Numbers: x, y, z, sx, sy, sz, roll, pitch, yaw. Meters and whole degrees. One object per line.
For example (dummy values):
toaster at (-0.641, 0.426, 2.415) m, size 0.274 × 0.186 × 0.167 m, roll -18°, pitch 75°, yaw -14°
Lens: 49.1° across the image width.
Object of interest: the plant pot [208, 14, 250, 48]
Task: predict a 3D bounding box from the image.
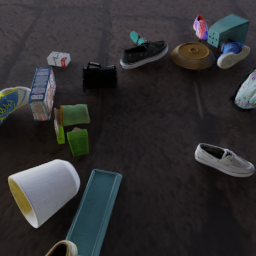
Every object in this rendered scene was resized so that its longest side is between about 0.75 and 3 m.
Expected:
plant pot at (4.612, -4.453, 13.160) m, size 1.570 × 1.110 × 1.109 m, roll -24°, pitch 46°, yaw -18°

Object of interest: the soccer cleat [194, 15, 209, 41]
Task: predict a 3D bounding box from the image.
soccer cleat at (3.696, -4.983, 13.983) m, size 0.618 × 0.663 × 1.812 m, roll -2°, pitch 46°, yaw -2°

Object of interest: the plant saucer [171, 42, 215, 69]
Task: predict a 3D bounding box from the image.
plant saucer at (2.955, -3.363, 12.653) m, size 1.987 × 0.352 × 1.987 m, roll 0°, pitch 46°, yaw 0°

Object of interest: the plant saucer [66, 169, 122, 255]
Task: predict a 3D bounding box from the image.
plant saucer at (-0.912, 2.202, 7.417) m, size 0.929 × 0.252 × 2.658 m, roll 10°, pitch 46°, yaw 9°

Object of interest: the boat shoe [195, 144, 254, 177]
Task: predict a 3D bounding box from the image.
boat shoe at (2.918, 0.906, 8.406) m, size 1.761 × 0.578 × 0.633 m, roll 22°, pitch 50°, yaw 19°

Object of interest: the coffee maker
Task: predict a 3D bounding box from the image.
coffee maker at (-1.073, -1.888, 10.989) m, size 1.346 × 0.907 × 1.293 m, roll -4°, pitch 64°, yaw -2°

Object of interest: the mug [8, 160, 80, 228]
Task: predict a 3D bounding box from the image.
mug at (-2.202, 1.451, 7.393) m, size 1.469 × 1.433 × 1.790 m, roll -29°, pitch 59°, yaw -35°

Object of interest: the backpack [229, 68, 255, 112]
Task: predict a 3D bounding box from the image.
backpack at (4.479, -1.372, 9.815) m, size 1.360 × 1.629 × 1.031 m, roll -34°, pitch 66°, yaw -26°

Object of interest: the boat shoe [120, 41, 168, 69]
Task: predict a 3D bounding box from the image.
boat shoe at (0.801, -3.411, 12.423) m, size 2.614 × 0.740 × 0.897 m, roll -30°, pitch 53°, yaw -26°

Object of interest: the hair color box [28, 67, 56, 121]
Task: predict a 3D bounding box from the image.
hair color box at (-3.092, -1.275, 10.220) m, size 0.588 × 0.971 × 1.942 m, roll -2°, pitch 47°, yaw -2°

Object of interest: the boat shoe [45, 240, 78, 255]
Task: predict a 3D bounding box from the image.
boat shoe at (-1.824, 3.288, 5.963) m, size 0.723 × 0.648 × 1.953 m, roll 20°, pitch 60°, yaw 17°

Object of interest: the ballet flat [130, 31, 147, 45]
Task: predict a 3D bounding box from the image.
ballet flat at (0.603, -4.200, 13.458) m, size 0.494 × 0.494 × 1.373 m, roll -22°, pitch 50°, yaw -19°

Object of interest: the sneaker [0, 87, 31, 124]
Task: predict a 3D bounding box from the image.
sneaker at (-4.391, -0.496, 9.655) m, size 2.493 × 0.944 × 1.310 m, roll -21°, pitch 62°, yaw -10°

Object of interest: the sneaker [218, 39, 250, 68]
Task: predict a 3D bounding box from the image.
sneaker at (4.345, -3.324, 12.339) m, size 1.960 × 0.752 × 1.090 m, roll -29°, pitch 54°, yaw -25°

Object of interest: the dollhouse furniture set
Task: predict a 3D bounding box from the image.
dollhouse furniture set at (-1.834, -0.249, 9.284) m, size 1.182 × 0.913 × 2.365 m, roll -10°, pitch 47°, yaw -10°

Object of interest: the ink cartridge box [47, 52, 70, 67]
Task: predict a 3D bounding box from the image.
ink cartridge box at (-3.041, -3.027, 12.334) m, size 0.825 × 0.345 × 0.595 m, roll 9°, pitch 47°, yaw 9°
